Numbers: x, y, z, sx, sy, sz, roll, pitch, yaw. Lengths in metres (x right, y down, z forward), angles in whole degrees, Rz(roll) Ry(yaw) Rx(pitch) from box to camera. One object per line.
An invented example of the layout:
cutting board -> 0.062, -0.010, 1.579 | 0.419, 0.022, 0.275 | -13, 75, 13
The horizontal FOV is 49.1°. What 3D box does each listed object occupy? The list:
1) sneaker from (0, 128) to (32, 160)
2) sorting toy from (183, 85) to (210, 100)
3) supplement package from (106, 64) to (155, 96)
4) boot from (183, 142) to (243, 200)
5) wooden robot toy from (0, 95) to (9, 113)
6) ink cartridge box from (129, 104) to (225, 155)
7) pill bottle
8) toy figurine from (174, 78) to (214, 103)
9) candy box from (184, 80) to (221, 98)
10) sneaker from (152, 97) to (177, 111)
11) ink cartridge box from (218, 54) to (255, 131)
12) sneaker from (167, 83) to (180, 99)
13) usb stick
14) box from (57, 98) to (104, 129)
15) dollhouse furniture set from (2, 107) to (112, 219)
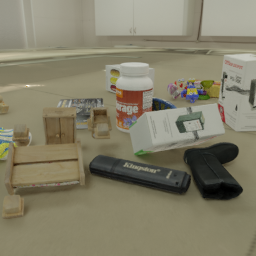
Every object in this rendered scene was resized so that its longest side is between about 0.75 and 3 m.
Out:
sneaker -> -3.817, 0.189, 7.528 | 1.075, 1.491, 2.839 | 10, 23, 26
sorting toy -> 3.445, -1.868, 14.383 | 1.515, 0.622, 0.910 | 12, 23, 28
supplement package -> 0.043, -2.569, 15.046 | 1.422, 1.476, 2.596 | -12, 22, -33
boot -> 2.240, 0.967, 6.663 | 1.498, 0.597, 1.817 | -11, 16, 0
wooden robot toy -> -5.812, -1.171, 12.332 | 2.010, 0.886, 0.912 | 12, 12, 28
ink cartridge box -> 1.291, 0.067, 7.770 | 2.137, 0.898, 1.560 | -8, -12, -19
pill bottle -> 0.213, -1.067, 9.785 | 1.282, 2.285, 1.282 | 0, 20, 0
toy figurine -> 3.249, -1.688, 13.734 | 1.938, 1.161, 1.022 | 0, -24, 2
candy box -> 4.356, -2.144, 15.110 | 2.295, 0.648, 1.339 | 14, 24, 30
sneaker -> 0.961, -0.896, 11.250 | 2.581, 0.972, 1.138 | 14, 25, 32
ink cartridge box -> 4.179, -1.344, 10.228 | 1.035, 2.496, 1.832 | -2, 20, -6
sneaker -> 2.160, -1.906, 13.861 | 0.555, 0.505, 1.255 | 53, 9, 27
usb stick -> 0.225, 1.075, 6.704 | 2.470, 0.403, 0.685 | 9, 22, 22
box -> -1.854, -0.606, 11.025 | 1.847, 0.564, 2.332 | -3, 21, -6
dollhouse furniture set -> -1.523, 0.977, 6.973 | 2.526, 1.446, 2.962 | -2, 45, -12
